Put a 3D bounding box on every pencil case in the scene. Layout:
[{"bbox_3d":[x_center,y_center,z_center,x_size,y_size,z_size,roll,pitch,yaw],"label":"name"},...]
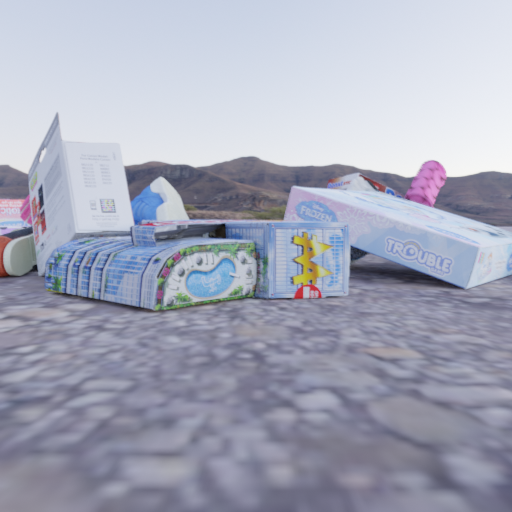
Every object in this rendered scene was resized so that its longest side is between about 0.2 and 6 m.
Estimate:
[{"bbox_3d":[3.840,-1.503,12.588,0.729,1.557,0.707,33,-39,2],"label":"pencil case"}]

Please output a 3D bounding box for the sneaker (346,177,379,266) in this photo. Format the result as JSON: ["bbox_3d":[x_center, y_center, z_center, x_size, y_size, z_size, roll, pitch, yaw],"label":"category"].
[{"bbox_3d":[1.353,-0.302,9.659,1.387,1.200,3.202,-46,-8,31],"label":"sneaker"}]

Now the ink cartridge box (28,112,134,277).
[{"bbox_3d":[-2.268,-0.711,7.036,0.728,1.525,1.737,-4,-15,-35],"label":"ink cartridge box"}]

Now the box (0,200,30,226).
[{"bbox_3d":[-6.412,-0.863,14.793,2.624,1.242,1.347,-2,4,-22],"label":"box"}]

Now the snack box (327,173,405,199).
[{"bbox_3d":[3.237,-1.164,13.319,3.168,0.385,1.139,19,-9,-27],"label":"snack box"}]

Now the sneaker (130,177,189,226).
[{"bbox_3d":[-2.504,-0.619,13.148,1.698,1.172,3.053,-38,35,7],"label":"sneaker"}]

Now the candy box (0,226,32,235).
[{"bbox_3d":[-5.688,-0.402,12.950,1.366,0.582,1.628,0,4,3],"label":"candy box"}]

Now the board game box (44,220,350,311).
[{"bbox_3d":[-0.435,0.004,5.780,2.483,0.766,2.484,2,5,42],"label":"board game box"}]

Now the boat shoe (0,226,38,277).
[{"bbox_3d":[-3.321,-0.062,7.925,0.600,0.682,1.916,-2,9,3],"label":"boat shoe"}]

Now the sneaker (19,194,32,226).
[{"bbox_3d":[-4.019,-0.678,12.443,2.755,1.016,1.205,21,-2,34],"label":"sneaker"}]

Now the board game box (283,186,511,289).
[{"bbox_3d":[2.118,-0.342,7.601,2.532,0.549,2.519,24,17,35],"label":"board game box"}]
